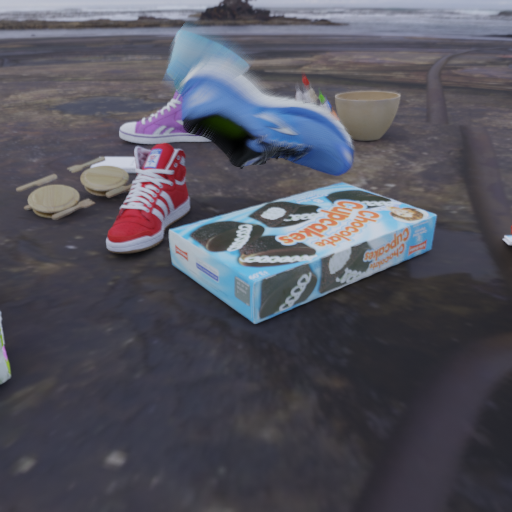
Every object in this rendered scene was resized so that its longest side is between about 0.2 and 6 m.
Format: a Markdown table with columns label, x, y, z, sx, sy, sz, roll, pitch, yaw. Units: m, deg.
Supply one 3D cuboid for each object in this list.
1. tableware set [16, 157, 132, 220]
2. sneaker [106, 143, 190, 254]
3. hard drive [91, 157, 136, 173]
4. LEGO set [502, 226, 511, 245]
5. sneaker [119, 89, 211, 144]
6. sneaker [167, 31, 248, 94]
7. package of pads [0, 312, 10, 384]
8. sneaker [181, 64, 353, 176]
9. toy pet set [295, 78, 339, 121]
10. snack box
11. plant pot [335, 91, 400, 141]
| label | x | y | z | sx | sy | sz | roll | pitch | yaw |
| --- | --- | --- | --- | --- | --- | --- | --- | --- | --- |
| tableware set | -3.340 | -1.181 | 10.668 | 1.337 | 0.405 | 2.022 | 33 | 45 | 29 |
| sneaker | -1.794 | -1.041 | 9.246 | 0.867 | 1.369 | 2.434 | 7 | 27 | 13 |
| hard drive | -3.003 | -2.046 | 12.635 | 1.246 | 0.166 | 0.822 | 1 | 26 | 0 |
| LEGO set | 4.667 | -0.348 | 7.270 | 2.506 | 0.823 | 3.355 | 1 | 7 | 20 |
| sneaker | -2.315 | -3.714 | 14.571 | 2.555 | 1.457 | 0.926 | -6 | 28 | -8 |
| sneaker | -0.970 | -3.451 | 10.503 | 1.615 | 1.054 | 0.642 | 8 | 32 | -39 |
| package of pads | -4.848 | 0.532 | 6.033 | 3.184 | 1.406 | 4.122 | -22 | 34 | -37 |
| sneaker | 0.164 | -1.960 | 9.570 | 3.200 | 1.257 | 1.427 | 18 | 60 | -14 |
| toy pet set | 1.271 | -2.939 | 12.033 | 1.301 | 0.691 | 1.215 | 24 | 37 | -55 |
| snack box | 0.756 | -0.240 | 8.413 | 3.546 | 0.658 | 2.060 | -19 | 32 | -34 |
| plant pot | 2.919 | -3.675 | 14.803 | 1.662 | 1.116 | 1.662 | -2 | 25 | 1 |
